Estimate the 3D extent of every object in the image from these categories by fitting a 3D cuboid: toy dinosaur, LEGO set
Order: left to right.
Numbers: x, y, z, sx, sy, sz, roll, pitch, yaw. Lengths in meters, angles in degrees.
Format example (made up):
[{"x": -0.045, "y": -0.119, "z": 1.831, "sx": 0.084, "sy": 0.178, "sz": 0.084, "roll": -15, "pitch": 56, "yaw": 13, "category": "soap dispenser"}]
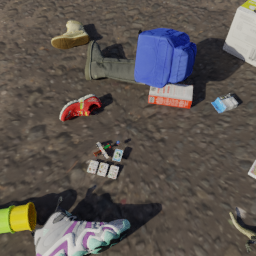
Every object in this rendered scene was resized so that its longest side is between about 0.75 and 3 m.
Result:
[{"x": -0.727, "y": 1.036, "z": 9.783, "sx": 1.026, "sy": 0.337, "sz": 1.374, "roll": 12, "pitch": 66, "yaw": 8, "category": "LEGO set"}, {"x": 3.770, "y": 3.302, "z": 7.975, "sx": 2.112, "sy": 0.501, "sz": 0.931, "roll": 27, "pitch": 44, "yaw": 18, "category": "toy dinosaur"}]

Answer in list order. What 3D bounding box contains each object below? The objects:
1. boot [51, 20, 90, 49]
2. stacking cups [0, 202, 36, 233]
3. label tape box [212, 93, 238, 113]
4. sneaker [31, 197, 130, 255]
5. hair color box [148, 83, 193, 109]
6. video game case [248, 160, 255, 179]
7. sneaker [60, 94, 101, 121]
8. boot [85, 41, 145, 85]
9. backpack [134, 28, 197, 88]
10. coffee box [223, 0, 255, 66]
[{"x": -2.865, "y": -4.510, "z": 13.426, "sx": 1.790, "sy": 0.652, "sz": 1.391, "roll": -16, "pitch": 56, "yaw": -13, "category": "boot"}, {"x": -4.165, "y": 2.763, "z": 8.113, "sx": 2.768, "sy": 0.837, "sz": 0.837, "roll": -7, "pitch": 55, "yaw": -5, "category": "stacking cups"}, {"x": 3.846, "y": -0.989, "z": 11.153, "sx": 0.826, "sy": 0.273, "sz": 0.591, "roll": -18, "pitch": 57, "yaw": -14, "category": "label tape box"}, {"x": -1.454, "y": 2.736, "z": 8.012, "sx": 2.706, "sy": 1.052, "sz": 1.893, "roll": -21, "pitch": 58, "yaw": -15, "category": "sneaker"}, {"x": 1.713, "y": -1.361, "z": 11.262, "sx": 1.690, "sy": 0.518, "sz": 0.858, "roll": 9, "pitch": 56, "yaw": 6, "category": "hair color box"}, {"x": 4.895, "y": 1.404, "z": 9.522, "sx": 1.160, "sy": 0.151, "sz": 1.274, "roll": 32, "pitch": 61, "yaw": 21, "category": "video game case"}, {"x": -1.788, "y": -0.706, "z": 10.735, "sx": 1.733, "sy": 0.667, "sz": 0.736, "roll": -32, "pitch": 65, "yaw": -21, "category": "sneaker"}, {"x": -0.457, "y": -2.846, "z": 12.092, "sx": 2.571, "sy": 0.933, "sz": 2.338, "roll": -2, "pitch": 61, "yaw": 4, "category": "boot"}, {"x": 1.524, "y": -2.655, "z": 10.704, "sx": 2.063, "sy": 1.997, "sz": 2.458, "roll": 21, "pitch": 31, "yaw": 16, "category": "backpack"}, {"x": 5.944, "y": -4.329, "z": 12.372, "sx": 2.138, "sy": 2.142, "sz": 2.118, "roll": 38, "pitch": 63, "yaw": 24, "category": "coffee box"}]
